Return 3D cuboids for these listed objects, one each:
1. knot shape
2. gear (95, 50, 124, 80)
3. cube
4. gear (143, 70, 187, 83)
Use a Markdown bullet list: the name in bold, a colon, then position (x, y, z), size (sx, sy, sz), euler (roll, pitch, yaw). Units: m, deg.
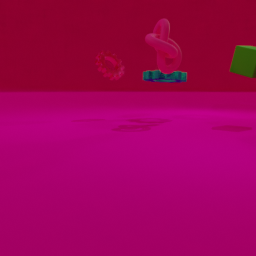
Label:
- **knot shape**: position (1.186, -2.847, 9.415), size (0.827, 1.675, 1.790), euler (-19, -25, 20)
- **gear**: position (-0.722, -2.525, 11.244), size (1.266, 1.266, 0.234), euler (-8, -18, -44)
- **cube**: position (3.978, -2.147, 9.046), size (0.854, 0.854, 0.854), euler (-11, 30, -36)
- **gear**: position (1.458, -2.021, 11.084), size (1.702, 0.315, 1.702), euler (2, 5, 0)
